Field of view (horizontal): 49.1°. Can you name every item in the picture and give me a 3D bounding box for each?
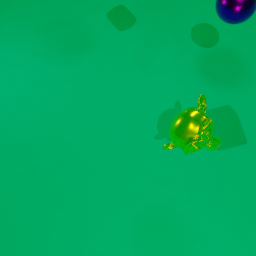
[{"bbox_3d":[1.425,0.083,5.945,1.475,1.061,0.889,-56,41,16],"label":"monkey head"},{"bbox_3d":[2.753,-3.173,7.103,1.031,1.031,1.031,0,65,0],"label":"ball"}]
